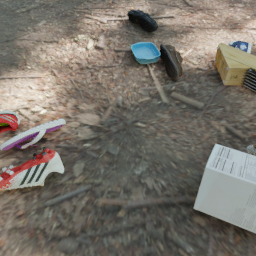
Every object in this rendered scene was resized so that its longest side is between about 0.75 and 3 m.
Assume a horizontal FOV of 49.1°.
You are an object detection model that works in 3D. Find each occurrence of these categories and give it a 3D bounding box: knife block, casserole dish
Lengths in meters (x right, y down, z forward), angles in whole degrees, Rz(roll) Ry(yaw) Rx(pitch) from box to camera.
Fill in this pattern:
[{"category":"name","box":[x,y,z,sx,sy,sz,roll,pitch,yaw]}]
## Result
[{"category":"knife block","box":[4.505,-2.217,10.324,2.111,0.769,2.404,0,45,-1]},{"category":"casserole dish","box":[0.700,-3.015,11.307,1.008,0.323,1.665,-10,39,-6]}]

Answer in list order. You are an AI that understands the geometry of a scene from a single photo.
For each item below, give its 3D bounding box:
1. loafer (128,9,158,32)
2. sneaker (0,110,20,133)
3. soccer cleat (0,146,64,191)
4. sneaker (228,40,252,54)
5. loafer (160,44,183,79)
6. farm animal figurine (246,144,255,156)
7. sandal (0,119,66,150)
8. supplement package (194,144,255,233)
[{"category":"loafer","box":[0.787,-5.143,13.209,0.729,0.705,2.076,-31,49,-16]},{"category":"sneaker","box":[-4.144,-0.126,8.390,1.702,0.655,0.723,-6,51,-6]},{"category":"soccer cleat","box":[-2.548,1.230,7.024,1.964,0.837,0.674,-30,23,0]},{"category":"sneaker","box":[4.422,-3.098,11.369,0.993,0.546,1.356,13,48,18]},{"category":"loafer","box":[1.781,-2.659,10.747,0.741,0.762,2.087,-7,46,-5]},{"category":"farm animal figurine","box":[3.944,0.525,6.997,1.587,0.827,1.569,-1,3,9]},{"category":"sandal","box":[-2.648,0.271,8.045,1.953,0.795,0.480,-26,88,-22]},{"category":"supplement package","box":[2.509,1.334,6.313,1.593,1.209,1.200,18,30,20]}]
